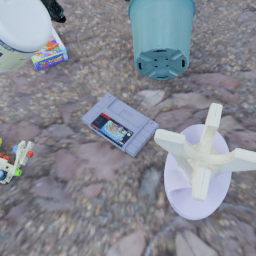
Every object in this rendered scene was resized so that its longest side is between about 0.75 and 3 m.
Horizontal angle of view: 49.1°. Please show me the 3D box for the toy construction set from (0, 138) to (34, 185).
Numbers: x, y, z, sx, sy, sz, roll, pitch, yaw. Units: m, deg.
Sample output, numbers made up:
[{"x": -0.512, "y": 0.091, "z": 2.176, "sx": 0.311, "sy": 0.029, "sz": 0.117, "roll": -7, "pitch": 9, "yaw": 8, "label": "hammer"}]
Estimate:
[{"x": -3.183, "y": 0.687, "z": 6.970, "sx": 1.840, "sy": 0.848, "sz": 1.206, "roll": 10, "pitch": 58, "yaw": 19, "label": "toy construction set"}]

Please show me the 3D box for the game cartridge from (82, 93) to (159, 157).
[{"x": -0.227, "y": -0.129, "z": 7.733, "sx": 1.839, "sy": 0.353, "sz": 1.192, "roll": 33, "pitch": 59, "yaw": 19, "label": "game cartridge"}]

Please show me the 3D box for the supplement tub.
[{"x": -2.446, "y": -1.878, "z": 5.684, "sx": 1.218, "sy": 1.680, "sz": 1.218, "roll": 14, "pitch": 70, "yaw": -41, "label": "supplement tub"}]

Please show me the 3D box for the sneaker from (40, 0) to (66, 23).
[{"x": -1.779, "y": -2.904, "z": 6.627, "sx": 0.543, "sy": 1.370, "sz": 0.517, "roll": 28, "pitch": 88, "yaw": -3, "label": "sneaker"}]

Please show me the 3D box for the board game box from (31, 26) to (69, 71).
[{"x": -2.796, "y": -2.740, "z": 9.311, "sx": 1.100, "sy": 0.366, "sz": 1.636, "roll": -24, "pitch": 61, "yaw": -14, "label": "board game box"}]

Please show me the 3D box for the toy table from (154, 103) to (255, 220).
[{"x": 1.722, "y": 0.707, "z": 6.527, "sx": 2.319, "sy": 1.478, "sz": 2.523, "roll": 4, "pitch": 59, "yaw": 3, "label": "toy table"}]

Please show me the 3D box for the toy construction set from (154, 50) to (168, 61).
[{"x": 0.938, "y": -2.499, "z": 8.560, "sx": 0.952, "sy": 1.033, "sz": 1.239, "roll": -15, "pitch": 98, "yaw": 26, "label": "toy construction set"}]

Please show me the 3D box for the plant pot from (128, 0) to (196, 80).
[{"x": 1.015, "y": -2.735, "z": 8.443, "sx": 2.117, "sy": 2.117, "sz": 2.073, "roll": 2, "pitch": 66, "yaw": 1, "label": "plant pot"}]
